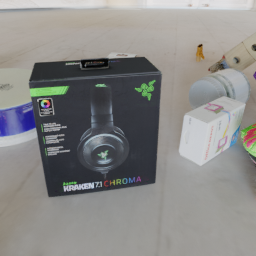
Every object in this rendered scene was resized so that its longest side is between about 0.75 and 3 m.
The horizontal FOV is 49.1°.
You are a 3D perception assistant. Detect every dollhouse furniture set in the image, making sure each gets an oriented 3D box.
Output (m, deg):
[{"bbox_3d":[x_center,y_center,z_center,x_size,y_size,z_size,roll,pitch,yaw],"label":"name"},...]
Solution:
[{"bbox_3d":[4.342,-1.818,9.931,1.608,2.294,1.617,-34,-3,-4],"label":"dollhouse furniture set"}]

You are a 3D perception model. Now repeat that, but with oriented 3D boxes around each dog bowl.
[{"bbox_3d":[-3.470,-0.692,7.868,2.759,1.087,2.759,3,32,-2],"label":"dog bowl"}]

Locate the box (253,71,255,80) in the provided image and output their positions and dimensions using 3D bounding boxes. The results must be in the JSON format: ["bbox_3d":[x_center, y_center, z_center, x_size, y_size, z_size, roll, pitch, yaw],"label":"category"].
[{"bbox_3d":[4.420,-0.706,6.990,1.850,0.529,2.703,18,34,-5],"label":"box"}]

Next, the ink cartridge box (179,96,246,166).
[{"bbox_3d":[2.010,0.037,6.684,1.584,1.144,0.670,-22,37,-35],"label":"ink cartridge box"}]

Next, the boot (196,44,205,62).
[{"bbox_3d":[3.763,-3.929,14.433,0.400,0.813,1.136,13,31,21],"label":"boot"}]

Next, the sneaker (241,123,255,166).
[{"bbox_3d":[3.168,0.470,6.184,1.108,1.209,2.887,-23,-1,32],"label":"sneaker"}]

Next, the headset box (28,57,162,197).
[{"bbox_3d":[-0.584,-0.132,5.502,2.238,2.571,1.192,-5,28,-11],"label":"headset box"}]

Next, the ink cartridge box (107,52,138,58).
[{"bbox_3d":[-0.604,-1.642,9.425,1.213,0.560,2.226,14,56,33],"label":"ink cartridge box"}]

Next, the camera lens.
[{"bbox_3d":[2.833,-1.073,8.598,1.616,1.293,1.293,-21,35,-33],"label":"camera lens"}]
